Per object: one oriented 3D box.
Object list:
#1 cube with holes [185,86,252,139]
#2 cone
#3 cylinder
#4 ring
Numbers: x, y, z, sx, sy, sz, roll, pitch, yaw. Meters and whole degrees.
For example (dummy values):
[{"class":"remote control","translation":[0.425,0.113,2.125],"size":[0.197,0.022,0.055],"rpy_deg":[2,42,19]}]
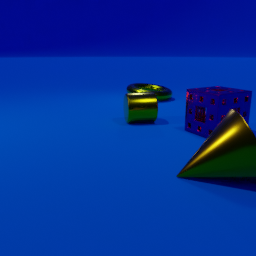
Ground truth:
[{"class":"cube with holes","translation":[2.320,-0.428,7.321],"size":[1.145,1.145,1.145],"rpy_deg":[-9,18,-28]},{"class":"cone","translation":[1.434,0.561,4.768],"size":[1.333,1.328,1.328],"rpy_deg":[-25,13,8]},{"class":"cylinder","translation":[0.368,-0.612,8.461],"size":[0.890,0.890,0.890],"rpy_deg":[-3,16,-10]},{"class":"ring","translation":[0.957,-1.636,12.565],"size":[2.084,0.417,2.084],"rpy_deg":[6,19,-2]}]
